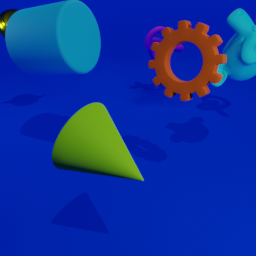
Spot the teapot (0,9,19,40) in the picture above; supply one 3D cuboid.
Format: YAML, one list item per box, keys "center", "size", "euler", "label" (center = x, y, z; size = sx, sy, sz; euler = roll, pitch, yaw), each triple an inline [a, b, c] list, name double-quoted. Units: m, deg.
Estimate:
- center: [-2.957, -2.667, 7.545]
  size: [1.520, 0.945, 0.744]
  euler: [-10, -14, -28]
  label: "teapot"

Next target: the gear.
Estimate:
- center: [0.996, -1.143, 4.848]
  size: [1.311, 1.311, 0.243]
  euler: [18, 21, 28]
  label: "gear"

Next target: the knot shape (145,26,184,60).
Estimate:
- center: [1.223, -2.732, 9.346]
  size: [1.261, 1.348, 0.623]
  euler: [10, 69, 9]
  label: "knot shape"

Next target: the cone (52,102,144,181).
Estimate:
- center: [-0.200, 0.339, 3.236]
  size: [0.941, 0.938, 0.938]
  euler: [33, 40, 20]
  label: "cone"

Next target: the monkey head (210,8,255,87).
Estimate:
- center: [2.277, -1.639, 5.655]
  size: [1.769, 1.273, 1.066]
  euler: [-42, 4, -23]
  label: "monkey head"

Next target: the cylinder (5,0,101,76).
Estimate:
- center: [-1.471, -1.763, 5.664]
  size: [1.356, 1.356, 1.356]
  euler: [4, 28, 28]
  label: "cylinder"
